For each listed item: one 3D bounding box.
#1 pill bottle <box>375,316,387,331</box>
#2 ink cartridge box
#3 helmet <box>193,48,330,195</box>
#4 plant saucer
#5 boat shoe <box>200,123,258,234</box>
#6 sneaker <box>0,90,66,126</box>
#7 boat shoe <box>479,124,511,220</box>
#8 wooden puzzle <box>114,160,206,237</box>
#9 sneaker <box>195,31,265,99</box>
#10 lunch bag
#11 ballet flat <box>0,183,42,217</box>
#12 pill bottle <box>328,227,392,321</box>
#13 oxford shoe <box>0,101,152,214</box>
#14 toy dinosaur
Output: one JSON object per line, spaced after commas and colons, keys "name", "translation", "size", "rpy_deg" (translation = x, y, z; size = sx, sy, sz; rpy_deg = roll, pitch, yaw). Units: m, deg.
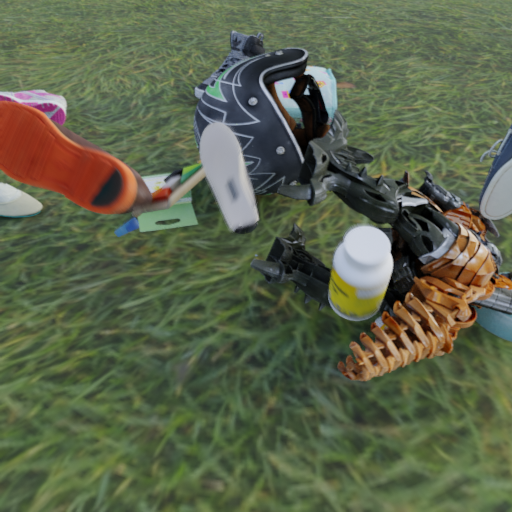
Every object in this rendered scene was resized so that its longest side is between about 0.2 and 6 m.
{"name": "pill bottle", "translation": [2.081, 1.211, 8.524], "size": [0.357, 0.357, 0.653], "rpy_deg": [-15, 39, -19]}
{"name": "ink cartridge box", "translation": [-1.942, -1.167, 11.704], "size": [1.209, 0.398, 1.662], "rpy_deg": [-9, 36, -12]}
{"name": "helmet", "translation": [0.107, -2.657, 11.669], "size": [2.972, 2.972, 2.833], "rpy_deg": [25, 59, 30]}
{"name": "plant saucer", "translation": [4.336, 0.763, 9.175], "size": [1.707, 0.307, 1.707], "rpy_deg": [0, 36, 0]}
{"name": "boat shoe", "translation": [-0.364, -0.983, 7.461], "size": [0.551, 1.477, 0.685], "rpy_deg": [-15, -1, -1]}
{"name": "sneaker", "translation": [-6.138, -4.030, 15.200], "size": [2.165, 0.881, 0.955], "rpy_deg": [8, 36, -3]}
{"name": "boat shoe", "translation": [4.309, -1.705, 9.156], "size": [0.873, 2.332, 0.721], "rpy_deg": [9, 30, -17]}
{"name": "wooden puzzle", "translation": [-1.470, -1.255, 10.034], "size": [1.591, 0.276, 2.358], "rpy_deg": [-14, 29, 46]}
{"name": "sneaker", "translation": [-0.738, -5.723, 16.684], "size": [1.113, 1.679, 2.950], "rpy_deg": [27, 44, 31]}
{"name": "lunch bag", "translation": [0.944, -3.945, 14.430], "size": [2.206, 1.579, 2.590], "rpy_deg": [2, 31, 2]}
{"name": "ballet flat", "translation": [-5.428, -1.202, 11.515], "size": [1.975, 0.686, 0.686], "rpy_deg": [3, 37, 4]}
{"name": "pill bottle", "translation": [1.312, 0.226, 7.064], "size": [0.718, 1.276, 0.718], "rpy_deg": [-1, 55, 1]}
{"name": "oxford shoe", "translation": [-3.297, -1.594, 9.616], "size": [3.344, 1.190, 1.213], "rpy_deg": [32, 7, 15]}
{"name": "toy dinosaur", "translation": [2.200, -0.073, 8.197], "size": [3.791, 2.853, 5.586], "rpy_deg": [28, 9, 12]}
